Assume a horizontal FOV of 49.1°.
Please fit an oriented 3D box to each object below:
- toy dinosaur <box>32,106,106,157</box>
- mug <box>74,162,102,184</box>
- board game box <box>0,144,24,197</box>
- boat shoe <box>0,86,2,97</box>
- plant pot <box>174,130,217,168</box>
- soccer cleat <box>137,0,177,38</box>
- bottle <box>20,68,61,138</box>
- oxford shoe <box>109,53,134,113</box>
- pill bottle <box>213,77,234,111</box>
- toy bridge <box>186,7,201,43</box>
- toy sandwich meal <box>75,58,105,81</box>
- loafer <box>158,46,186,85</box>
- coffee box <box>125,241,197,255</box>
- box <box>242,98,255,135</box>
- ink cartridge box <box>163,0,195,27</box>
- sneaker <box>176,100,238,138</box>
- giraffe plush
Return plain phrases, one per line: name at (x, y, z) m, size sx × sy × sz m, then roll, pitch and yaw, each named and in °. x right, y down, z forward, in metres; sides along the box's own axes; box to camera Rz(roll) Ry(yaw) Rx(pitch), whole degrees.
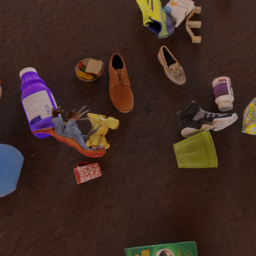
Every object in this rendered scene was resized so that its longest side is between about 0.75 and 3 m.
toy dinosaur at (-1.660, 0.298, 8.811) m, size 2.489 × 1.307 × 2.259 m, roll -42°, pitch 50°, yaw 21°
mug at (-1.409, 1.460, 9.710) m, size 0.853 × 0.569 × 0.757 m, roll -16°, pitch 70°, yaw -10°
board game box at (-4.455, 1.502, 9.814) m, size 1.453 × 0.358 × 1.839 m, roll 10°, pitch 73°, yaw -1°
boat shoe at (-5.804, -0.572, 10.299) m, size 0.891 × 1.032 × 2.840 m, roll 27°, pitch 75°, yaw 7°
plant pot at (2.269, 0.838, 9.677) m, size 1.261 × 1.309 × 1.309 m, roll -13°, pitch 68°, yaw 8°
soccer cleat at (0.991, -5.007, 12.200) m, size 1.130 × 0.874 × 2.702 m, roll -30°, pitch 71°, yaw -11°
bottle at (-3.379, -1.016, 10.529) m, size 1.147 × 0.897 × 2.747 m, roll -25°, pitch 69°, yaw -4°
oxford shoe at (-0.343, -1.779, 10.879) m, size 0.888 × 0.887 × 2.489 m, roll -11°, pitch 70°, yaw -6°
pill bottle at (3.675, -1.287, 10.769) m, size 0.674 × 0.674 × 1.210 m, roll -1°, pitch 67°, yaw 0°
toy bridge at (2.888, -4.557, 12.347) m, size 0.638 × 0.258 × 1.899 m, roll 5°, pitch 68°, yaw 5°
toy sandwich meal at (-1.567, -2.422, 11.376) m, size 1.214 × 0.416 × 1.214 m, roll 0°, pitch 68°, yaw 0°
loafer at (1.759, -2.554, 11.355) m, size 0.634 × 0.555 × 1.765 m, roll -27°, pitch 70°, yaw -11°
coffee box at (1.068, 4.285, 8.567) m, size 2.213 × 0.487 × 1.361 m, roll -7°, pitch 68°, yaw -2°
box at (4.675, -0.403, 10.218) m, size 0.617 × 1.011 × 0.974 m, roll 14°, pitch 68°, yaw 6°
ink cartridge box at (2.287, -5.372, 12.534) m, size 0.904 × 0.533 × 1.571 m, roll 36°, pitch 72°, yaw 14°
sneaker at (2.873, -0.487, 10.350) m, size 2.164 × 0.817 × 1.232 m, roll -16°, pitch 71°, yaw -4°
giraffe plush at (-1.002, 0.161, 10.042) m, size 1.203 × 1.394 × 1.130 m, roll 12°, pitch 98°, yaw -1°
